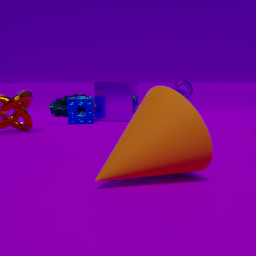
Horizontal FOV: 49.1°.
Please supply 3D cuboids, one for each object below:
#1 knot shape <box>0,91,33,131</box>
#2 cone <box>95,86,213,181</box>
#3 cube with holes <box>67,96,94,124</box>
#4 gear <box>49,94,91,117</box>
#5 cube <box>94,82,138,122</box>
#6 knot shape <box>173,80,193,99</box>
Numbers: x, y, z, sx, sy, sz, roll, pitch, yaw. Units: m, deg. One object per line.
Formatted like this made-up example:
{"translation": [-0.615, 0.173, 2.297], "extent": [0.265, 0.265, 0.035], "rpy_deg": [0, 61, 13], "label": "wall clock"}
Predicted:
{"translation": [-2.707, -0.364, 6.271], "extent": [1.110, 1.186, 0.548], "rpy_deg": [-3, 45, -31], "label": "knot shape"}
{"translation": [0.123, 0.299, 3.310], "extent": [1.204, 1.199, 1.199], "rpy_deg": [-30, 22, -22], "label": "cone"}
{"translation": [-1.332, -0.518, 8.008], "extent": [0.716, 0.716, 0.716], "rpy_deg": [-1, 10, -7], "label": "cube with holes"}
{"translation": [-1.978, -0.806, 9.705], "extent": [1.430, 0.265, 1.430], "rpy_deg": [-6, 27, 3], "label": "gear"}
{"translation": [-0.331, -0.847, 8.669], "extent": [1.135, 1.135, 1.135], "rpy_deg": [2, 10, 11], "label": "cube"}
{"translation": [1.992, -1.207, 10.930], "extent": [1.212, 1.134, 0.560], "rpy_deg": [-23, -32, 18], "label": "knot shape"}
